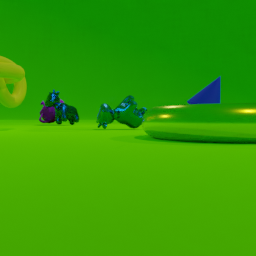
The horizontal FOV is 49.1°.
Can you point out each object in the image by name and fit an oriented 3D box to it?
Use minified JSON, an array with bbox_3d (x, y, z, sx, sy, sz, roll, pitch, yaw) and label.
[{"bbox_3d":[-0.143,-0.240,6.040,0.982,0.966,0.539,39,16,-32],"label":"cow figurine"},{"bbox_3d":[-2.406,-0.753,10.257,0.686,1.229,1.249,-23,-17,40],"label":"cow figurine"},{"bbox_3d":[1.064,-0.067,3.278,1.811,0.362,1.811,0,2,0],"label":"ring"},{"bbox_3d":[-3.001,-0.789,10.944,0.840,1.716,1.067,37,-48,-19],"label":"teapot"},{"bbox_3d":[-2.622,-1.103,5.635,1.723,0.796,1.613,38,-10,34],"label":"knot shape"},{"bbox_3d":[2.129,-0.891,7.131,0.922,0.926,0.922,21,19,-7],"label":"cone"}]
